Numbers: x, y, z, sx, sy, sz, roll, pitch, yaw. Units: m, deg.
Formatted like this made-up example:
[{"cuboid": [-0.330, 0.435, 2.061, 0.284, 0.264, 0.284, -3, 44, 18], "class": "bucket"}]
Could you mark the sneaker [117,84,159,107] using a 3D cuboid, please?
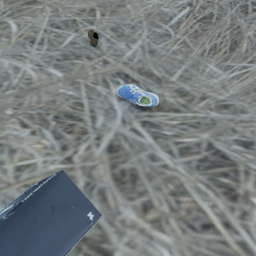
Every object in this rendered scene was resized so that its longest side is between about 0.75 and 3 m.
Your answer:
[{"cuboid": [0.263, -0.937, 8.101, 1.284, 0.486, 0.495, 17, 20, 15], "class": "sneaker"}]

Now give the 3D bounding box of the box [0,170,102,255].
[{"cuboid": [-1.783, 1.851, 4.909, 1.116, 1.900, 1.869, 53, 53, -7], "class": "box"}]

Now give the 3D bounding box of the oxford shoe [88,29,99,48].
[{"cuboid": [-1.168, -3.207, 9.757, 0.330, 0.383, 0.908, 9, 43, -32], "class": "oxford shoe"}]
